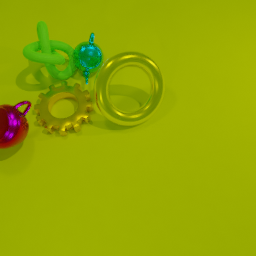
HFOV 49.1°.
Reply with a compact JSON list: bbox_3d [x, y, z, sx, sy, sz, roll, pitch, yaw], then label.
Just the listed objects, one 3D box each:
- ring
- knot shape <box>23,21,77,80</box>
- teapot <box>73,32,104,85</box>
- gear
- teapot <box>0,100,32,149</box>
[{"bbox_3d":[0.066,-0.998,7.284,1.950,1.950,0.390,-24,23,-12],"label":"ring"},{"bbox_3d":[-2.099,-2.076,7.954,0.780,1.580,1.688,-31,45,23],"label":"knot shape"},{"bbox_3d":[-1.126,-1.993,8.068,0.911,0.717,1.465,6,100,-18],"label":"teapot"},{"bbox_3d":[-1.762,-0.560,7.745,1.571,0.291,1.571,-1,63,1],"label":"gear"},{"bbox_3d":[-2.946,0.043,6.859,1.089,0.858,1.752,38,94,24],"label":"teapot"}]
